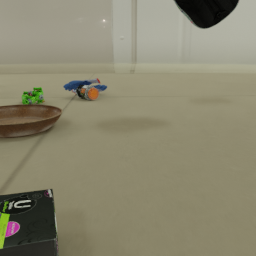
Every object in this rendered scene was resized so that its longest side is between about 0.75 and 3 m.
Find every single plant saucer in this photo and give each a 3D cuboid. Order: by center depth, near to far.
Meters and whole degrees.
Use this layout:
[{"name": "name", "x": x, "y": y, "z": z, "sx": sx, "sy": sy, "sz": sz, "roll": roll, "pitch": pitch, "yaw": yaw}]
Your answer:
[{"name": "plant saucer", "x": -2.882, "y": -0.197, "z": 7.183, "sx": 2.386, "sy": 0.437, "sz": 2.386, "roll": 0, "pitch": 15, "yaw": 0}]

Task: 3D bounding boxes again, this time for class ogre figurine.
[{"name": "ogre figurine", "x": -3.525, "y": -1.173, "z": 10.418, "sx": 0.766, "sy": 0.627, "sz": 1.278, "roll": -16, "pitch": 6, "yaw": -11}]

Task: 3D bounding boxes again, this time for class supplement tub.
[{"name": "supplement tub", "x": -1.652, "y": -1.447, "z": 11.435, "sx": 0.589, "sy": 0.589, "sz": 0.961, "roll": -13, "pitch": 21, "yaw": -38}]

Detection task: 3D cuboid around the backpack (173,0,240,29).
[{"name": "backpack", "x": 2.027, "y": -3.592, "z": 7.408, "sx": 1.724, "sy": 1.530, "sz": 1.298, "roll": 34, "pitch": 34, "yaw": -34}]

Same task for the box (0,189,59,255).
[{"name": "box", "x": -0.975, "y": 1.019, "z": 2.532, "sx": 0.655, "sy": 0.548, "sz": 0.881, "roll": -5, "pitch": 15, "yaw": -16}]

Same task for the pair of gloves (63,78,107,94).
[{"name": "pair of gloves", "x": -1.808, "y": -1.759, "z": 12.230, "sx": 1.617, "sy": 0.229, "sz": 2.011, "roll": -8, "pitch": -8, "yaw": 9}]
